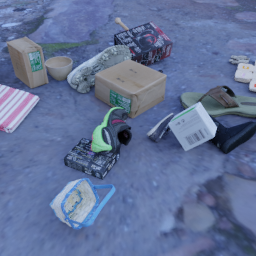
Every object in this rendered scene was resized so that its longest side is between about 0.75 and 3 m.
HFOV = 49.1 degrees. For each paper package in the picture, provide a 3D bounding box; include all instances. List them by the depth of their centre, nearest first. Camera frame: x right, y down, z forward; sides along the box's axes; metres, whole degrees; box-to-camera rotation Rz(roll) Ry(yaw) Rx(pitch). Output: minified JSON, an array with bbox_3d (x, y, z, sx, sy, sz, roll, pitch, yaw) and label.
[{"bbox_3d":[0.074,-1.386,9.456,1.874,0.970,1.787,32,48,33],"label":"paper package"},{"bbox_3d":[-3.688,-2.409,10.351,0.766,1.480,1.411,-30,48,-32],"label":"paper package"}]

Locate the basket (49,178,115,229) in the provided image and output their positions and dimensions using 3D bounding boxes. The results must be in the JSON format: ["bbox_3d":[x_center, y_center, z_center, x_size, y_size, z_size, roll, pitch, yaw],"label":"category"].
[{"bbox_3d":[-0.922,1.533,5.778,1.166,0.811,1.028,-10,26,41],"label":"basket"}]

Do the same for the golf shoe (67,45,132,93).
[{"bbox_3d":[-1.136,-2.369,10.464,2.641,1.034,1.284,-33,34,-19],"label":"golf shoe"}]

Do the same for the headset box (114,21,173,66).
[{"bbox_3d":[0.715,-3.486,11.721,2.139,0.802,1.590,-26,62,-18],"label":"headset box"}]

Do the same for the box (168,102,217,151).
[{"bbox_3d":[1.727,-0.048,7.443,0.887,0.891,0.763,-32,3,29],"label":"box"}]

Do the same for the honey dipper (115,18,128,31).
[{"bbox_3d":[0.244,-4.318,13.007,0.508,0.508,2.677,-26,62,-29],"label":"honey dipper"}]

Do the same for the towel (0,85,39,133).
[{"bbox_3d":[-4.398,-0.769,8.988,2.551,0.382,1.867,16,41,3],"label":"towel"}]

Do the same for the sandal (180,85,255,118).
[{"bbox_3d":[3.156,-0.961,9.001,2.993,0.854,1.188,1,38,2],"label":"sandal"}]

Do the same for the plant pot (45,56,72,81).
[{"bbox_3d":[-2.613,-2.225,10.753,1.010,0.678,1.010,1,38,-1],"label":"plant pot"}]

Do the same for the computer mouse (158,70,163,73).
[{"bbox_3d":[1.009,-2.148,11.094,0.965,0.164,0.283,-15,41,-30],"label":"computer mouse"}]

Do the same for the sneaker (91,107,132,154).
[{"bbox_3d":[-0.318,0.117,7.592,0.911,0.835,2.175,18,30,5],"label":"sneaker"}]

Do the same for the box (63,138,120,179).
[{"bbox_3d":[-0.925,0.765,7.297,1.173,0.255,0.940,16,41,20],"label":"box"}]

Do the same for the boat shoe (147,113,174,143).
[{"bbox_3d":[1.043,-0.001,8.260,0.411,0.477,1.312,49,48,2],"label":"boat shoe"}]

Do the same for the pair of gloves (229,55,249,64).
[{"bbox_3d":[4.777,-2.917,12.019,0.790,0.163,0.930,9,31,24],"label":"pair of gloves"}]

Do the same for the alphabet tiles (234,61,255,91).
[{"bbox_3d":[5.696,-1.898,10.707,2.995,0.219,2.929,15,39,19],"label":"alphabet tiles"}]

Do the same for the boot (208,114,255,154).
[{"bbox_3d":[2.781,-0.034,8.035,1.528,0.584,1.284,-28,50,-22],"label":"boot"}]
